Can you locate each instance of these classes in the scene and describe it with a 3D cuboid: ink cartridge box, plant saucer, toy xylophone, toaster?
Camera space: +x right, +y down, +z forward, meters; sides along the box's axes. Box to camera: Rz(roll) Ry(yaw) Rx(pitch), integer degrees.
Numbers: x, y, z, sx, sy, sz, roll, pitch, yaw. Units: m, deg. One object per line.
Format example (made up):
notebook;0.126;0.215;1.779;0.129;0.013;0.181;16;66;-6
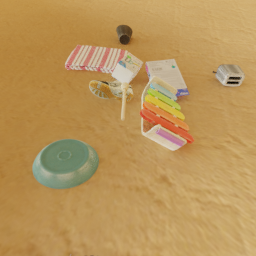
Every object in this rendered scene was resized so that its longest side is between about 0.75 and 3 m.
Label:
ink cartridge box;1.412;-1.746;10.270;1.147;0.403;1.922;-8;52;-9
plant saucer;-1.660;0.824;7.437;1.762;0.317;1.762;0;39;0
toy xylophone;0.789;-0.530;8.169;2.052;0.704;2.802;23;37;-25
ink cartridge box;-0.015;-2.249;10.668;0.704;0.700;0.959;35;46;1
toaster;3.825;-1.978;10.526;1.113;0.632;0.719;0;41;-14

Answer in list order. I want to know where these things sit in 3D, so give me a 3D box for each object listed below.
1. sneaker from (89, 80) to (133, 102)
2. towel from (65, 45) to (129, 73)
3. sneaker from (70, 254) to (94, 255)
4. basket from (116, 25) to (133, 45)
sneaker;-0.579;-1.372;9.752;1.547;0.585;0.678;16;44;-11
towel;-1.263;-2.928;11.945;2.456;0.367;1.798;7;42;4
sneaker;-1.317;2.709;4.768;2.062;0.831;0.770;-3;42;-5
basket;-0.164;-4.522;13.657;0.840;0.633;0.932;13;43;-14
